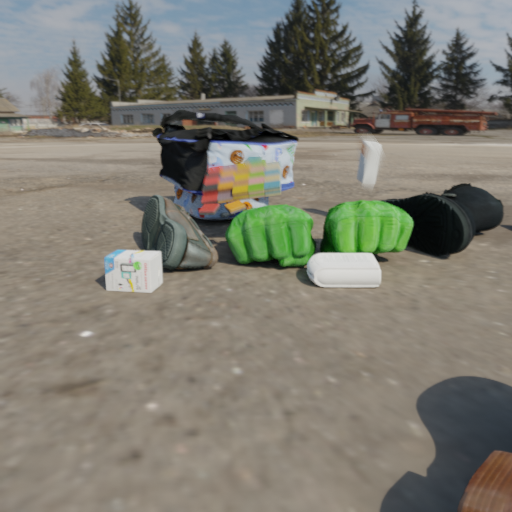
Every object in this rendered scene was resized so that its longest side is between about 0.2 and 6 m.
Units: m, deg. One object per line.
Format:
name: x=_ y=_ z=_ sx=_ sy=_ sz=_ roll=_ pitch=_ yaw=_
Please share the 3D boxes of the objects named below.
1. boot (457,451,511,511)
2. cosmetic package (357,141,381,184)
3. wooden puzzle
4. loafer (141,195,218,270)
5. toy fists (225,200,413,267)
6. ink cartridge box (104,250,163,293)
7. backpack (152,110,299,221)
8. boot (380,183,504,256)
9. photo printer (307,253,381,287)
boot: x=3.023 y=1.269 z=2.995 sx=2.983 sy=0.958 sz=2.780 roll=-4 pitch=21 yaw=46
cosmetic package: x=2.715 y=-2.255 z=13.513 sx=0.337 sy=0.947 sz=0.480 roll=2 pitch=19 yaw=-9
wooden puzzle: x=-0.286 y=-1.571 z=11.694 sx=1.617 sy=0.192 sz=2.726 roll=-8 pitch=30 yaw=6
loafer: x=-1.545 y=-0.374 z=10.758 sx=0.932 sy=1.064 sz=2.962 roll=16 pitch=14 yaw=-24
toy fists: x=1.117 y=-0.416 z=10.242 sx=3.361 sy=1.156 sz=1.713 roll=-2 pitch=4 yaw=-1
ink cartridge box: x=-1.914 y=0.235 z=8.809 sx=0.747 sy=0.548 sz=0.546 roll=2 pitch=14 yaw=10
backpack: x=-0.635 y=-2.294 z=14.439 sx=3.300 sy=2.669 sz=3.465 roll=-11 pitch=24 yaw=-23
boot: x=4.223 y=-0.861 z=11.739 sx=2.562 sy=1.164 sz=3.049 roll=-9 pitch=11 yaw=-19
photo printer: x=1.399 y=0.225 z=9.153 sx=1.132 sy=0.393 sz=0.942 roll=0 pitch=16 yaw=2
